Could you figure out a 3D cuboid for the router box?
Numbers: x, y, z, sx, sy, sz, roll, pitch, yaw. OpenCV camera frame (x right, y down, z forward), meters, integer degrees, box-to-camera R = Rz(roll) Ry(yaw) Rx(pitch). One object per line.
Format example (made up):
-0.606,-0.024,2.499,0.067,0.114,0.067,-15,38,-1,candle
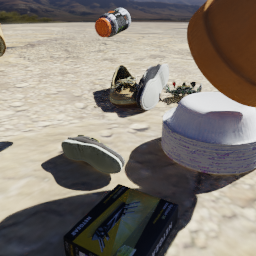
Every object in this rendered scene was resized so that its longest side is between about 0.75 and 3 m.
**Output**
-0.040,1.425,3.959,1.082,0.359,1.376,13,28,27,router box

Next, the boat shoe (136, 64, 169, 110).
0.698,-1.418,9.308,0.724,0.887,2.402,4,43,27,boat shoe

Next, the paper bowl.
1.893,-0.048,6.231,2.271,1.181,2.271,-1,26,0,paper bowl

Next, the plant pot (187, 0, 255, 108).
2.329,-1.664,4.601,2.235,1.565,2.235,9,64,-19,plant pot

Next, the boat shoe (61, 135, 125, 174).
-0.675,0.474,5.782,1.626,0.580,0.490,15,32,34,boat shoe

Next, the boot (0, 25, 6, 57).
-2.842,-2.122,5.681,0.515,1.557,1.364,-19,-13,-15,boot

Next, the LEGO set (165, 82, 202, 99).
1.779,-1.323,9.972,1.410,0.615,2.172,-5,12,-16,LEGO set

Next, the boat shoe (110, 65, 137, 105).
-0.196,-1.511,9.790,0.994,0.850,2.712,-4,25,-8,boat shoe

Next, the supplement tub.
-0.385,-2.635,7.050,0.568,0.568,0.927,15,39,29,supplement tub
